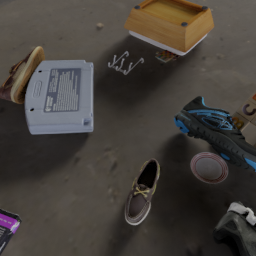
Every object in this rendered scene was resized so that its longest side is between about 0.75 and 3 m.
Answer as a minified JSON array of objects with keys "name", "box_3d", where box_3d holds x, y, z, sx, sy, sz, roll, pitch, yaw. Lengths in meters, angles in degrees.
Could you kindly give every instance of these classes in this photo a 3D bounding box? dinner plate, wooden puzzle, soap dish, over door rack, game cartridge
[{"name":"dinner plate","box_3d":[1.930,0.956,6.681,0.884,0.107,0.884,-1,49,1]},{"name":"wooden puzzle","box_3d":[1.322,-2.493,9.712,0.524,0.062,0.883,-35,48,-18]},{"name":"soap dish","box_3d":[1.541,-3.957,10.372,2.722,1.105,2.141,31,56,25]},{"name":"over door rack","box_3d":[-0.067,-2.244,9.372,0.751,0.339,1.017,31,55,26]},{"name":"game cartridge","box_3d":[-1.944,-0.972,8.113,1.885,0.588,2.830,-5,48,-1]}]

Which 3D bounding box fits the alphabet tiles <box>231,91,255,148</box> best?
[{"name":"alphabet tiles","box_3d":[3.816,-0.083,6.741,2.706,0.102,2.262,-47,58,1]}]

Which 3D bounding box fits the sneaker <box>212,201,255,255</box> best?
[{"name":"sneaker","box_3d":[2.471,2.456,4.935,1.070,0.786,2.366,-31,52,-21]}]

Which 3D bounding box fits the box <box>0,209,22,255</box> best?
[{"name":"box","box_3d":[-3.112,2.324,5.318,1.309,0.330,1.830,15,49,14]}]

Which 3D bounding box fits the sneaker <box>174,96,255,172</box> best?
[{"name":"sneaker","box_3d":[2.320,0.067,6.776,2.492,0.912,1.021,38,78,28]}]

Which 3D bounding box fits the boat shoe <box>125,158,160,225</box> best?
[{"name":"boat shoe","box_3d":[0.325,1.339,6.102,0.546,0.453,1.521,18,51,15]}]

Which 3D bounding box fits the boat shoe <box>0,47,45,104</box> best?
[{"name":"boat shoe","box_3d":[-3.268,-1.723,8.622,0.834,0.836,2.318,8,55,5]}]
